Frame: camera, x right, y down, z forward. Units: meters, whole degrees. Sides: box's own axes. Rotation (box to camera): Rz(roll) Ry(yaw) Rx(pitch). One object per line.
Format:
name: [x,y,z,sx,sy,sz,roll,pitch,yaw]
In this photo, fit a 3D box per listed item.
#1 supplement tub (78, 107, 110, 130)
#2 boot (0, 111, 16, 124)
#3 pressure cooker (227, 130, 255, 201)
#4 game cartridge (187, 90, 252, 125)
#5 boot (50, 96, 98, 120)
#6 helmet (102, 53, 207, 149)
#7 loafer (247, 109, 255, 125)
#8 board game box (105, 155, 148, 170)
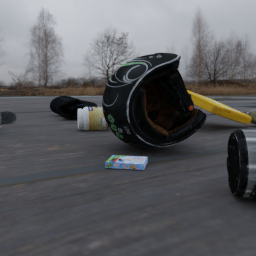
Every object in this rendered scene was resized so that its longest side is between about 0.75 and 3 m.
supplement tub: [-1.311,-0.371,10.950,1.277,0.922,0.922,-2,9,-14]
boot: [-6.356,-0.496,13.247,1.768,0.580,1.458,2,6,44]
pressure cooker: [2.200,0.535,4.250,1.221,1.091,1.074,1,5,8]
game cartridge: [3.459,-0.968,11.691,2.743,0.445,2.418,14,16,-39]
boot: [-3.306,-1.140,15.223,2.993,1.143,2.515,8,6,11]
helmet: [0.626,-0.750,7.772,2.735,2.735,2.607,-2,12,-16]
loafer: [6.234,-0.366,11.841,2.214,0.832,0.771,-3,21,3]
board game box: [-0.017,0.742,6.059,0.818,0.150,0.619,2,8,11]
